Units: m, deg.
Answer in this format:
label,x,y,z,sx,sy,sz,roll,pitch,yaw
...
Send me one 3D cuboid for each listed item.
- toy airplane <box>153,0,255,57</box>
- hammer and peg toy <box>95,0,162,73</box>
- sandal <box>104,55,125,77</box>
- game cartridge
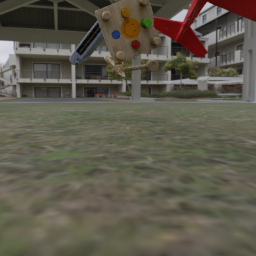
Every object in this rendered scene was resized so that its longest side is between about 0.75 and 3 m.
label,x,y,z,sx,sy,sz,roll,pitch,yaw
toy airplane,1.190,-2.192,4.755,2.769,0.509,2.769,31,-17,11
hammer and peg toy,0.130,-2.545,8.199,1.657,2.253,0.794,-23,24,-6
sandal,-0.277,-1.798,7.987,0.290,0.323,0.882,-32,-51,27
game cartridge,-1.057,-3.128,9.537,0.451,2.228,1.486,43,22,-6
